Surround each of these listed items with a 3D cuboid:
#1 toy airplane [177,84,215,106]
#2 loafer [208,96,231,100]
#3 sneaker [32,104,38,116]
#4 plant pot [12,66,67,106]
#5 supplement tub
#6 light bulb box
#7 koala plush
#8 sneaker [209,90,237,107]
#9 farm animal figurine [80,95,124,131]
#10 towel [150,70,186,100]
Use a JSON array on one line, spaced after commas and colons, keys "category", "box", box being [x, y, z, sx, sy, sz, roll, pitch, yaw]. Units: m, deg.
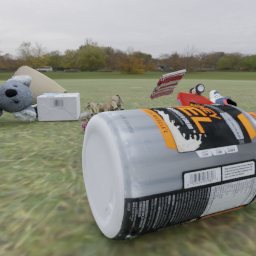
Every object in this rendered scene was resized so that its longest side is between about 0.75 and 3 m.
[{"category": "toy airplane", "box": [2.807, -0.370, 9.749, 2.123, 1.504, 2.132, 26, -9, 41]}, {"category": "loafer", "box": [5.242, -1.679, 16.711, 1.876, 0.653, 0.706, 2, 13, 8]}, {"category": "sneaker", "box": [-4.293, -0.772, 13.198, 1.619, 0.613, 0.709, -15, 33, -37]}, {"category": "plant pot", "box": [-4.446, -1.763, 14.409, 2.385, 2.234, 2.234, 18, 15, 5]}, {"category": "supplement tub", "box": [0.865, 0.526, 4.334, 2.852, 1.748, 1.748, -5, 14, -25]}, {"category": "light bulb box", "box": [-3.056, -0.977, 12.614, 1.696, 1.068, 1.711, -1, 13, -6]}, {"category": "koala plush", "box": [-5.090, -1.221, 11.225, 2.649, 2.349, 2.434, -10, -6, -27]}, {"category": "sneaker", "box": [4.442, -1.058, 13.174, 1.230, 1.091, 2.911, 3, 22, 17]}, {"category": "farm animal figurine", "box": [-1.008, -0.618, 9.998, 1.539, 0.774, 1.243, -15, -24, -18]}, {"category": "towel", "box": [1.657, -1.783, 11.695, 1.168, 0.184, 1.621, -19, -20, -21]}]
